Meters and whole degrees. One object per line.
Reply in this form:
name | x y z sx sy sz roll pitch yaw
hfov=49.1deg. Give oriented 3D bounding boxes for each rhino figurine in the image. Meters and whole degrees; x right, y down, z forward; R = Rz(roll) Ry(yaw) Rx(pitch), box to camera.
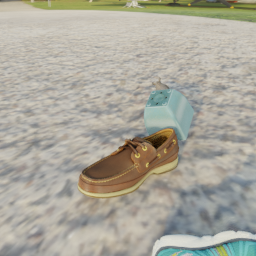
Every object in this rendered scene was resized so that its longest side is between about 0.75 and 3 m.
rhino figurine | 1.230 -1.239 9.625 0.484 0.708 1.618 -40 37 19

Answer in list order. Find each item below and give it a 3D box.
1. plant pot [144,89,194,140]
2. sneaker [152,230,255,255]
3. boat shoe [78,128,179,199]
plant pot | 0.969 -0.408 7.221 1.042 1.062 1.040 -1 50 33
sneaker | 1.290 1.980 3.951 1.917 0.743 0.763 -8 31 7
boat shoe | 0.102 0.621 5.875 2.717 0.917 0.978 -16 29 -42
